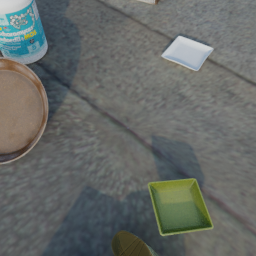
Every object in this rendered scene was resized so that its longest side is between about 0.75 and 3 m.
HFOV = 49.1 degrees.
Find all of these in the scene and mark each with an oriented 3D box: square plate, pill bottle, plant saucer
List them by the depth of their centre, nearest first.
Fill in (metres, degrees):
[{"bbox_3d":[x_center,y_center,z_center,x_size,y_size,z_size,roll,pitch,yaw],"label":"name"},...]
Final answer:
[{"bbox_3d":[1.073,1.705,6.027,1.175,0.282,1.177,-2,51,-14],"label":"plant saucer"},{"bbox_3d":[-3.291,-0.433,7.193,2.705,0.466,2.705,0,86,5],"label":"plant saucer"},{"bbox_3d":[-3.539,-3.453,8.617,1.532,2.766,1.532,-1,54,1],"label":"pill bottle"},{"bbox_3d":[2.024,-2.528,9.540,1.341,0.193,1.354,28,59,18],"label":"square plate"}]

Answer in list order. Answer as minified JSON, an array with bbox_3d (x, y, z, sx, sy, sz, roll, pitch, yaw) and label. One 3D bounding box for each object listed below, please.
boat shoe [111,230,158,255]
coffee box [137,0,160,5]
[{"bbox_3d":[0.408,2.768,5.548,1.802,0.567,0.657,29,70,27],"label":"boat shoe"},{"bbox_3d":[0.391,-6.101,11.694,2.298,0.917,1.299,19,56,13],"label":"coffee box"}]
